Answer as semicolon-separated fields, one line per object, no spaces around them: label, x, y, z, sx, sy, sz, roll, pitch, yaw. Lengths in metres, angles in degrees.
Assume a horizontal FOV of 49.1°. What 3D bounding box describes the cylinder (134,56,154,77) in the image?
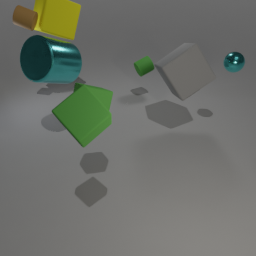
cylinder;0.722;-2.784;12.626;0.700;0.700;0.700;-30;38;-5

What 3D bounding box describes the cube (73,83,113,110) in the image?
cube;-0.853;-0.604;6.455;0.700;0.700;0.700;7;11;-30

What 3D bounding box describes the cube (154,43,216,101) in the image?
cube;1.984;-2.027;9.959;1.400;1.400;1.400;-34;17;6

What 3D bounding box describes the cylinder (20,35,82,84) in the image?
cylinder;-2.439;-2.139;8.965;1.400;1.400;1.400;18;15;26

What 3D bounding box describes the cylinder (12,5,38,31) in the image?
cylinder;-3.796;-4.071;10.374;0.700;0.700;0.700;19;32;-8

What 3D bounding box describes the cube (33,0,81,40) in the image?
cube;-2.949;-4.498;11.350;1.400;1.400;1.400;5;16;-38

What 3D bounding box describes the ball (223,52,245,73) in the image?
ball;3.641;-2.257;9.611;0.700;0.700;0.700;0;33;0

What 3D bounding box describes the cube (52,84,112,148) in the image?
cube;-0.762;-0.181;4.818;0.700;0.700;0.700;-42;83;-10
